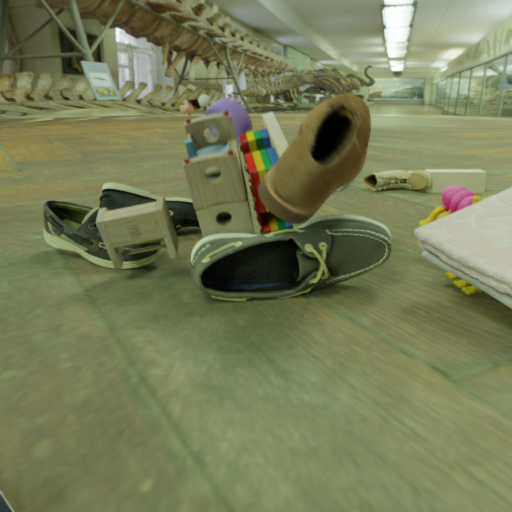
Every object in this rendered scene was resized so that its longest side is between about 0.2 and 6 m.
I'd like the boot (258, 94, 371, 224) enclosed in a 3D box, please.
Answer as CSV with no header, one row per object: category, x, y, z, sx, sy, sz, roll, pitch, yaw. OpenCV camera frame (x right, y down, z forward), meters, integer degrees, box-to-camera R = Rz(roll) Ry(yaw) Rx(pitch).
boot,1.079,-1.556,7.273,1.068,1.095,2.902,36,44,-1

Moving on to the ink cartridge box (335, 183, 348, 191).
ink cartridge box,2.081,-2.140,15.502,0.901,0.353,1.903,6,21,19

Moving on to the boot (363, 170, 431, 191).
boot,3.637,-1.939,14.510,1.167,0.546,1.501,-10,19,-28

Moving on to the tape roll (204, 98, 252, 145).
tape roll,-0.503,-2.385,10.037,0.824,0.824,0.350,16,54,41

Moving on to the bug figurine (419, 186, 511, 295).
bug figurine,4.291,-0.409,8.549,3.626,0.933,2.812,-7,31,-20

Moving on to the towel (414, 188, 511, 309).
towel,4.263,-0.062,6.571,3.345,0.565,3.503,-22,32,-18

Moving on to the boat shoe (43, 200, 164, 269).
boat shoe,-2.530,-0.396,8.897,2.283,0.750,0.816,13,41,25

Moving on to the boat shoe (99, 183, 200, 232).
boat shoe,-1.712,-0.735,10.499,2.437,0.764,0.892,10,-15,-12

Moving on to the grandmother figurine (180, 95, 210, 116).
grandmother figurine,-1.236,-3.086,11.421,0.526,0.262,0.867,-3,-1,-37

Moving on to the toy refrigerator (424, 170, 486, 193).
toy refrigerator,5.131,-1.944,14.525,1.453,0.552,0.508,-1,18,0

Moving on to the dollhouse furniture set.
dollhouse furniture set,-1.192,-0.978,8.076,2.048,1.435,1.443,-11,36,1

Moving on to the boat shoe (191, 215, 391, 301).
boat shoe,0.510,0.081,7.483,2.785,0.995,0.833,-7,20,-1

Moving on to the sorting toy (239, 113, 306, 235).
sorting toy,0.251,-0.938,8.610,0.662,1.891,1.903,-14,34,0

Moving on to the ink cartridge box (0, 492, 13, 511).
ink cartridge box,-1.908,1.704,3.519,0.632,0.249,1.270,-15,24,-41
